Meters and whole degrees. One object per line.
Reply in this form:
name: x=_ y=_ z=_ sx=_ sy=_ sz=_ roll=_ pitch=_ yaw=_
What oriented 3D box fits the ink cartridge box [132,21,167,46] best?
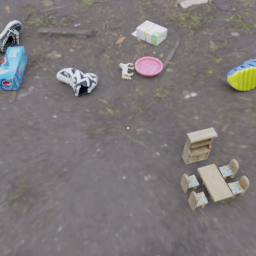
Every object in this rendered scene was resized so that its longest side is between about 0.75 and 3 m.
ink cartridge box: x=0.963 y=-4.442 z=12.933 sx=1.456 sy=0.490 sz=0.853 roll=31 pitch=58 yaw=23

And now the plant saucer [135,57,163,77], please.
plant saucer: x=0.851 y=-2.468 z=11.483 sx=1.134 sy=0.287 sz=1.134 roll=0 pitch=50 yaw=0

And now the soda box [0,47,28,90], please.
soda box: x=-4.601 y=-2.406 z=11.203 sx=0.673 sy=0.636 sz=1.983 roll=-2 pitch=51 yaw=-1

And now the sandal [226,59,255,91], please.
sandal: x=4.831 y=-2.213 z=10.926 sx=2.568 sy=1.021 sz=1.118 roll=-15 pitch=43 yaw=-20

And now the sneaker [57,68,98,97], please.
sneaker: x=-2.033 y=-1.679 z=10.609 sx=1.602 sy=0.639 sz=1.043 roll=15 pitch=43 yaw=-1

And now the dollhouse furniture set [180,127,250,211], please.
dollhouse furniture set: x=2.326 y=1.125 z=7.986 sx=1.618 sy=1.226 sz=1.846 roll=-13 pitch=52 yaw=-11

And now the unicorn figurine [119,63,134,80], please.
unicorn figurine: x=-0.073 y=-2.390 z=11.369 sx=0.637 sy=0.343 sz=0.928 roll=0 pitch=56 yaw=14

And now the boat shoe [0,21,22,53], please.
boat shoe: x=-5.211 y=-4.066 z=12.479 sx=0.673 sy=0.728 sz=1.971 roll=17 pitch=50 yaw=11
